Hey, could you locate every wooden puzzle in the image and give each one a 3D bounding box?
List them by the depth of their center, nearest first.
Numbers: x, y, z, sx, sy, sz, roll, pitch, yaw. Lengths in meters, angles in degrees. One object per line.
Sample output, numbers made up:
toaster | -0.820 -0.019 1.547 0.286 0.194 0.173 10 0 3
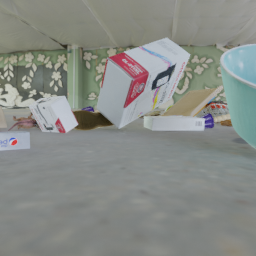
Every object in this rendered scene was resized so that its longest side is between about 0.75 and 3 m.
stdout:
wooden puzzle | 3.305 -1.195 14.880 2.693 0.542 2.911 -40 15 -21

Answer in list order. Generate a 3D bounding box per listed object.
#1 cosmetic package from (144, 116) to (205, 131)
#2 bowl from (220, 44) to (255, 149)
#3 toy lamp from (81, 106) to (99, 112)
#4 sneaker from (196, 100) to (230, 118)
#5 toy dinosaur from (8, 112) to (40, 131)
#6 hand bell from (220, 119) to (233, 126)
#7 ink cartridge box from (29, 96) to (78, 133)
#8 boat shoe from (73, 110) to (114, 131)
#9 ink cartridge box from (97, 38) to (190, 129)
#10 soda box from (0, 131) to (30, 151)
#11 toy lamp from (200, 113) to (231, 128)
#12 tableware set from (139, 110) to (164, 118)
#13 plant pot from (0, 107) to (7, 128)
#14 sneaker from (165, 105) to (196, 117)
cosmetic package | 1.658 -0.189 10.428 1.905 0.492 1.436 0 7 -9
bowl | 2.898 -0.418 4.827 2.719 1.422 2.719 -2 32 1
toy lamp | -1.906 -1.068 18.809 0.814 0.814 2.797 5 6 44
sneaker | 4.635 -1.048 14.232 1.207 1.136 2.948 -38 21 -21
toy dinosaur | -3.625 -0.191 10.276 0.949 0.601 1.400 13 18 41
hand bell | 5.130 -0.459 11.281 2.744 1.429 1.429 -10 -1 31
ink cartridge box | -2.419 -0.419 9.016 1.431 1.050 0.593 1 32 44
boat shoe | -1.420 -0.253 10.444 2.088 0.773 0.693 0 -8 -30
ink cartridge box | 0.547 -1.621 9.717 2.985 2.175 1.236 -30 61 -37
soda box | -2.670 0.275 5.919 1.105 0.377 0.351 -3 6 -31
toy lamp | 3.801 -0.412 11.025 2.131 0.620 0.620 -11 6 -4
tableware set | 1.333 -0.774 17.931 1.829 0.367 1.209 -3 14 40
plant pot | -5.541 -0.452 11.398 0.967 0.857 0.968 -3 7 -34
sneaker | 3.495 -1.011 17.015 2.577 1.025 1.683 -8 1 15
